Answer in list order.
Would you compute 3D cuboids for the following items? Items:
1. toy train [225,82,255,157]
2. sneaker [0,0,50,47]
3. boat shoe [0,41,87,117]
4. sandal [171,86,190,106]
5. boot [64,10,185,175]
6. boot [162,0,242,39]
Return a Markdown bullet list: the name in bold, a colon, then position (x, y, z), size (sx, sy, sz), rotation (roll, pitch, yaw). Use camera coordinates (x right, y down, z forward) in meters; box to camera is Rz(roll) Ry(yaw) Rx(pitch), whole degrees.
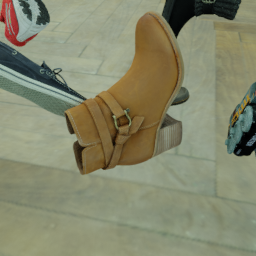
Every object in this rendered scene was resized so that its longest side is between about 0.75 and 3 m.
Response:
- **toy train**: position (2.562, -0.171, 5.683), size (0.895, 2.101, 1.198), rotation (10, 64, 9)
- **sneaker**: position (-2.527, -2.825, 6.279), size (0.975, 1.075, 2.531), rotation (24, 38, -45)
- **boat shoe**: position (-1.643, -0.872, 5.375), size (2.428, 0.906, 0.756), rotation (26, 63, -23)
- **sandal**: position (0.530, -0.776, 6.603), size (2.016, 0.550, 0.824), rotation (-11, 38, -11)
- **boot**: position (-0.152, -0.620, 5.457), size (2.303, 2.966, 1.137), rotation (-15, 25, -22)
- **boot**: position (1.780, -2.879, 7.017), size (1.782, 2.383, 0.897), rotation (15, 31, 0)
